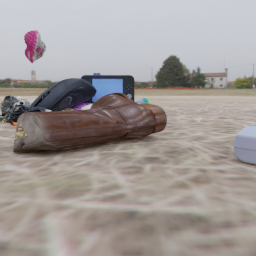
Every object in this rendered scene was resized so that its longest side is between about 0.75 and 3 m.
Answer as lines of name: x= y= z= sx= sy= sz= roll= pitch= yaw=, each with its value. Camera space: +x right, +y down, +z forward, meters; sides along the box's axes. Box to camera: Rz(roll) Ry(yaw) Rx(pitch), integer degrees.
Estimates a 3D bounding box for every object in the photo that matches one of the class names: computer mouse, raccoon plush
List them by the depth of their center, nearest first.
computer mouse: x=-2.191 y=-1.015 z=8.875 sx=1.982 sy=0.755 sz=2.863 roll=8 pitch=30 yaw=40
raccoon plush: x=-3.724 y=-0.715 z=10.173 sx=1.171 sy=0.845 sz=1.747 roll=9 pitch=9 yaw=8

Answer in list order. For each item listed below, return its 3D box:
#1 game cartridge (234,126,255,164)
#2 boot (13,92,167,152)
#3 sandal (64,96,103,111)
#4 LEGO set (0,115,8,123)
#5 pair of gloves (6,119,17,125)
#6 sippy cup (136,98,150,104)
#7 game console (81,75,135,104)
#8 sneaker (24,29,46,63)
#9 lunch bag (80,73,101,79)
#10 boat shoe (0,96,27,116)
game cartridge: x=2.825 y=0.295 z=3.925 sx=2.391 sy=0.497 sz=1.592 roll=5 pitch=13 yaw=30
boot: x=-1.115 y=-0.161 z=5.900 sx=2.958 sy=0.950 sz=2.757 roll=-12 pitch=11 yaw=-37
sandal: x=-0.935 y=-0.631 z=8.758 sx=2.869 sy=0.705 sz=1.167 roll=10 pitch=25 yaw=27
LEGO set: x=-4.181 y=-0.261 z=8.949 sx=0.594 sy=0.259 sz=0.914 roll=-6 pitch=22 yaw=-25
pair of gloves: x=-3.196 y=-0.244 z=8.843 sx=1.124 sy=0.156 sz=1.261 roll=-5 pitch=10 yaw=-35
sippy cup: x=0.611 y=-1.049 z=13.175 sx=0.628 sy=0.857 sz=0.673 roll=-15 pitch=56 yaw=-24
game console: x=-0.728 y=-1.082 z=9.785 sx=1.985 sy=1.694 sz=1.175 roll=0 pitch=0 yaw=-2
sneaker: x=-2.477 y=-2.257 z=7.559 sx=0.491 sy=0.453 sz=1.113 roll=-40 pitch=-3 yaw=-33
lunch bag: x=-1.183 y=-1.440 z=11.697 sx=1.773 sy=1.727 sz=2.610 roll=-1 pitch=9 yaw=-5
boat shoe: x=-4.444 y=-0.911 z=11.409 sx=2.213 sy=0.765 sz=0.816 roll=-3 pitch=8 yaw=-18
